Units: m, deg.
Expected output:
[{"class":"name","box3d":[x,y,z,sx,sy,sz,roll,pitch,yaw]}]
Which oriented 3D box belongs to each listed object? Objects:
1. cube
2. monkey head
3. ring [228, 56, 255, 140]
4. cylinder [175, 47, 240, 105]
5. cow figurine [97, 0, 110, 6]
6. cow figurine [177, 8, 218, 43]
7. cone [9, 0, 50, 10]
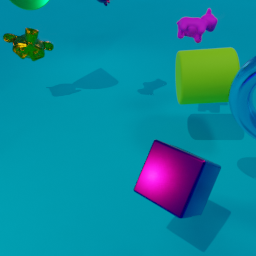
[{"class":"cube","box3d":[0.769,0.771,4.290,0.858,0.858,0.858,24,2,35]},{"class":"monkey head","box3d":[-3.088,-2.712,8.811,1.578,1.135,0.951,6,39,-24]},{"class":"ring","box3d":[2.752,-0.420,4.724,2.056,2.056,0.411,20,49,25]},{"class":"cylinder","box3d":[1.897,-1.266,6.917,1.316,1.316,1.316,-3,36,4]},{"class":"cow figurine","box3d":[-0.575,-3.971,7.317,1.265,1.245,0.694,-36,18,-11]},{"class":"cow figurine","box3d":[1.739,-2.628,7.099,1.012,0.555,0.996,11,56,1]},{"class":"cone","box3d":[-2.630,-4.401,8.417,1.677,1.677,1.684,6,21,8]}]
